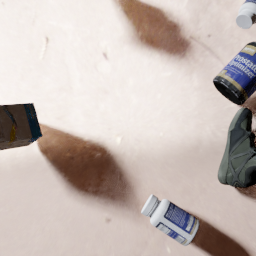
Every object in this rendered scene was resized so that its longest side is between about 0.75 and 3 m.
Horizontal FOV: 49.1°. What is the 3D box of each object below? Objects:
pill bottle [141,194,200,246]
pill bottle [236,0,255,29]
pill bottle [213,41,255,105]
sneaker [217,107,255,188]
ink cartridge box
[{"bbox_3d":[1.050,2.292,7.121,1.367,0.759,0.759,32,83,5],"label":"pill bottle"},{"bbox_3d":[3.482,-3.302,7.756,0.646,0.646,1.163,37,72,5],"label":"pill bottle"},{"bbox_3d":[3.184,-1.560,7.257,1.017,1.017,1.818,44,94,6],"label":"pill bottle"},{"bbox_3d":[3.110,0.521,7.114,0.803,1.203,2.100,24,78,-41],"label":"sneaker"},{"bbox_3d":[-3.032,-0.006,6.961,1.319,0.971,0.954,-10,80,-43],"label":"ink cartridge box"}]
